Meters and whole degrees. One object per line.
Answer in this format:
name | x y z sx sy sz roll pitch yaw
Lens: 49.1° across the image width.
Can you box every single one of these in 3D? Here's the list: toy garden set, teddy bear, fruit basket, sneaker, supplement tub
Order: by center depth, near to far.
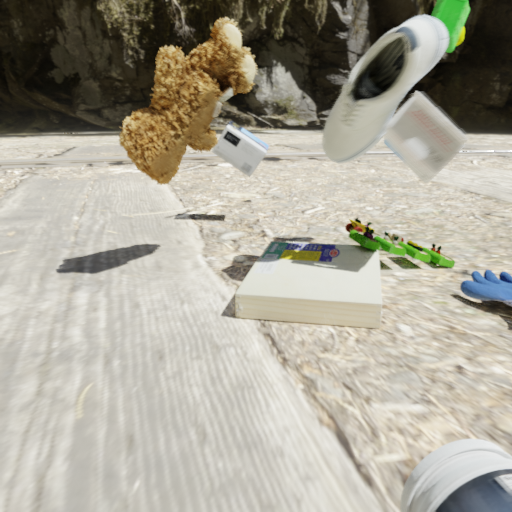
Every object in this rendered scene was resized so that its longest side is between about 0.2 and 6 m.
supplement tub | 1.427 1.709 3.009 0.920 0.920 1.312 -3 16 -11
sneaker | 1.596 -2.355 8.228 0.948 2.677 0.977 -21 68 -37
teddy bear | -1.074 -2.490 8.924 0.925 2.770 2.008 39 12 21
fruit basket | 3.213 -3.838 9.413 0.647 0.897 0.897 22 21 10
toy garden set | 2.545 -0.309 10.265 1.746 0.348 1.455 12 12 -14

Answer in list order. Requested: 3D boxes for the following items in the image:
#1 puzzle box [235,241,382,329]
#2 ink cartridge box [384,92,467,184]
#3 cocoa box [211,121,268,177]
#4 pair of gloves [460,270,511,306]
puzzle box | 0.945 0.334 8.769 1.976 0.378 2.970 3 16 11
ink cartridge box | 2.413 -1.676 8.193 0.999 0.575 1.725 47 10 8
cocoa box | -0.358 -2.483 12.956 1.085 0.723 0.712 32 25 -8
pair of gloves | 4.326 0.617 8.011 2.565 0.292 2.062 2 14 2
